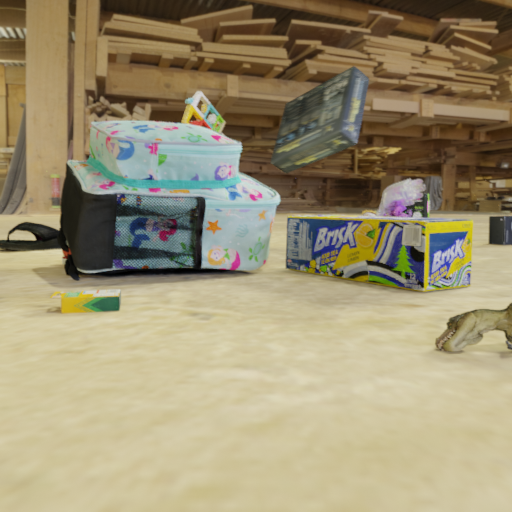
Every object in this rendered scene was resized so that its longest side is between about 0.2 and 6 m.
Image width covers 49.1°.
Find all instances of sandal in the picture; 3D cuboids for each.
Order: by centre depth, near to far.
[{"bbox_3d":[-5.059,-0.497,13.491,2.782,0.666,1.046,-4,7,-38],"label":"sandal"}]

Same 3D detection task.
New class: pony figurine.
[{"bbox_3d":[3.174,-0.819,13.649,2.020,1.743,2.093,-7,17,24],"label":"pony figurine"}]

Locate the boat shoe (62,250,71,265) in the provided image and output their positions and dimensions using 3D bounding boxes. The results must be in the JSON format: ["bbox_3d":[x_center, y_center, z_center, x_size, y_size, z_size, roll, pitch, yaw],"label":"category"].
[{"bbox_3d":[-2.378,-0.228,10.384,2.385,0.746,0.849,-1,2,-20],"label":"boat shoe"}]

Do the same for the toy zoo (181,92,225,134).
[{"bbox_3d":[-1.351,-3.400,13.970,0.148,0.949,1.446,12,-19,35],"label":"toy zoo"}]

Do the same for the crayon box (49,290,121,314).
[{"bbox_3d":[-1.816,0.488,6.007,0.701,0.181,0.441,-1,6,-11],"label":"crayon box"}]

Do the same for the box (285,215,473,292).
[{"bbox_3d":[1.704,-0.128,8.404,1.024,0.940,2.922,-4,8,-33],"label":"box"}]

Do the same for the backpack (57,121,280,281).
[{"bbox_3d":[-1.313,-0.886,9.068,3.273,2.464,2.905,6,16,-27],"label":"backpack"}]

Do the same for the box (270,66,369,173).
[{"bbox_3d":[1.421,-3.047,12.795,0.584,1.806,2.290,29,-28,-31],"label":"box"}]

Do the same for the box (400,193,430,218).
[{"bbox_3d":[4.050,-0.959,14.648,0.843,1.357,1.008,3,6,24],"label":"box"}]

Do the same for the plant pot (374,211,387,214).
[{"bbox_3d":[3.727,-0.842,16.683,0.909,0.909,0.835,1,-6,15],"label":"plant pot"}]

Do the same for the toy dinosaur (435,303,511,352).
[{"bbox_3d":[2.436,0.553,4.124,2.052,0.487,0.904,3,-1,-1],"label":"toy dinosaur"}]

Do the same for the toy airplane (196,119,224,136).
[{"bbox_3d":[-1.265,-3.538,15.735,0.811,0.808,0.572,9,44,45],"label":"toy airplane"}]

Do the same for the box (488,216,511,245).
[{"bbox_3d":[6.758,-0.687,14.895,1.046,0.774,0.546,-1,5,-24],"label":"box"}]
